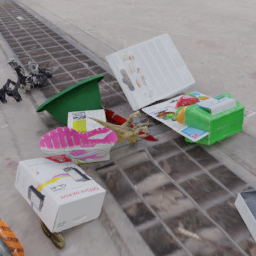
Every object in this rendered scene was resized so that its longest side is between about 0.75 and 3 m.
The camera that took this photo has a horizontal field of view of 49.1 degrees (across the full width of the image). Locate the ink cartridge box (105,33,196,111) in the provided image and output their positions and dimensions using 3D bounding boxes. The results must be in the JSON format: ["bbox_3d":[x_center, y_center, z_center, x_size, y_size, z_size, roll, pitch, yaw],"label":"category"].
[{"bbox_3d":[0.819,-2.056,10.491,2.833,0.670,2.268,-26,85,-20],"label":"ink cartridge box"}]

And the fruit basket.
[{"bbox_3d":[2.199,-0.607,9.080,2.532,1.281,2.734,-19,36,-23],"label":"fruit basket"}]

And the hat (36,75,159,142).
[{"bbox_3d":[-1.214,-0.060,9.136,2.480,2.636,2.994,-32,7,-21],"label":"hat"}]

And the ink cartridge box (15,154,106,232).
[{"bbox_3d":[-1.558,1.381,6.387,1.759,0.753,1.299,30,22,37],"label":"ink cartridge box"}]

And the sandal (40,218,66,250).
[{"bbox_3d":[-1.584,2.149,5.958,1.009,0.405,0.272,32,32,35],"label":"sandal"}]

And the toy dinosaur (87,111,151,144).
[{"bbox_3d":[-0.020,0.079,7.606,1.127,2.229,0.649,-30,60,19],"label":"toy dinosaur"}]

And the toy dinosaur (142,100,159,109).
[{"bbox_3d":[0.982,-1.370,10.789,2.359,0.560,1.039,-28,58,-34],"label":"toy dinosaur"}]

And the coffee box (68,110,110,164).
[{"bbox_3d":[-1.116,0.230,7.998,1.073,1.083,1.085,-6,33,-7],"label":"coffee box"}]

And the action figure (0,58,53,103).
[{"bbox_3d":[-4.060,-2.078,11.121,1.571,1.349,2.643,4,36,24],"label":"action figure"}]

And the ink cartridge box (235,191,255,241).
[{"bbox_3d":[3.806,2.197,5.766,2.295,0.546,2.322,-4,34,-7],"label":"ink cartridge box"}]

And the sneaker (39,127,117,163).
[{"bbox_3d":[-1.205,0.499,6.832,1.835,0.809,0.746,1,41,-13],"label":"sneaker"}]

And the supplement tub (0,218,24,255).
[{"bbox_3d":[-3.022,2.553,4.348,1.555,1.555,2.537,20,41,26],"label":"supplement tub"}]
